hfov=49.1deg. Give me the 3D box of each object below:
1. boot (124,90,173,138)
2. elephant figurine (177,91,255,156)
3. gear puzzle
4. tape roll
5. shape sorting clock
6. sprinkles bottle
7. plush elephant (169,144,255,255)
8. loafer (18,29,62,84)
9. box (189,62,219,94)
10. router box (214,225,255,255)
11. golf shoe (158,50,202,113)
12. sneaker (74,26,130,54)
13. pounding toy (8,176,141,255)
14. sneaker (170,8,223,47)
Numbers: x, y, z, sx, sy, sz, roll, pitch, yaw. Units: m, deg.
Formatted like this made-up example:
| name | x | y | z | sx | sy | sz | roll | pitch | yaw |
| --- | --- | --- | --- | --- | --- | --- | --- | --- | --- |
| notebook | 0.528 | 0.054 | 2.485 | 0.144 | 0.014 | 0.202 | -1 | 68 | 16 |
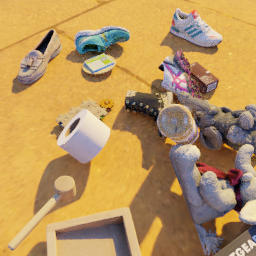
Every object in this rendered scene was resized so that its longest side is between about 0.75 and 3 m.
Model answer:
| name | x | y | z | sx | sy | sz | roll | pitch | yaw |
| --- | --- | --- | --- | --- | --- | --- | --- | --- | --- |
| boot | 0.652 | -0.530 | 9.344 | 1.637 | 0.783 | 2.168 | 7 | 41 | 7 |
| elephant figurine | 2.793 | -0.146 | 8.656 | 2.305 | 1.789 | 1.631 | 10 | 8 | 42 |
| gear puzzle | -1.362 | -0.476 | 9.680 | 1.105 | 0.279 | 2.134 | 36 | 56 | 28 |
| tape roll | -1.286 | 0.242 | 8.162 | 0.915 | 1.333 | 1.333 | 41 | 47 | -22 |
| shape sorting clock | -1.179 | -2.596 | 11.486 | 1.380 | 0.271 | 1.380 | -3 | 49 | 4 |
| sprinkles bottle | 1.438 | -0.005 | 7.724 | 0.855 | 2.507 | 0.855 | -2 | 82 | 17 |
| plush elephant | 2.452 | 1.400 | 6.739 | 2.208 | 2.349 | 2.852 | -18 | 79 | 3 |
| loafer | -3.654 | -2.990 | 11.413 | 1.026 | 0.897 | 2.854 | 13 | 50 | 11 |
| box | 2.791 | -1.951 | 10.794 | 0.662 | 0.496 | 1.323 | -25 | 52 | -19 |
| router box | 2.191 | 2.848 | 5.922 | 1.930 | 1.517 | 0.504 | -26 | 54 | -20 |
| golf shoe | 1.894 | -1.575 | 10.326 | 1.218 | 0.960 | 2.644 | -29 | 54 | 26 |
| sneaker | -1.080 | -3.730 | 12.228 | 2.463 | 0.954 | 0.981 | -12 | 66 | -2 |
| pounding toy | -1.154 | 2.613 | 6.236 | 2.578 | 1.343 | 2.935 | -10 | 50 | -9 |
| sneaker | 3.068 | -4.568 | 12.586 | 2.572 | 1.202 | 0.906 | 31 | 55 | 25 |
